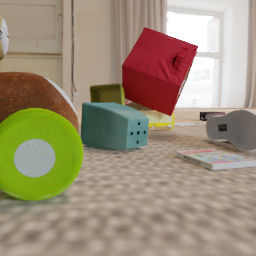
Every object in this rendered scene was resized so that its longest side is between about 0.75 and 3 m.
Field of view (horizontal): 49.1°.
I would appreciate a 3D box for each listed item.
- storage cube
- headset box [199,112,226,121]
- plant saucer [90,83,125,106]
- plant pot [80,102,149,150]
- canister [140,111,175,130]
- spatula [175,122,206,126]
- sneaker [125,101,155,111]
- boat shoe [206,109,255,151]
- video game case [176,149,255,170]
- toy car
[{"bbox_3d":[0.843,-1.544,7.805,1.600,1.522,1.780,22,-24,10],"label":"storage cube"},{"bbox_3d":[4.063,-0.561,13.319,1.108,0.416,0.824,0,5,-3],"label":"headset box"},{"bbox_3d":[-0.532,-0.582,8.167,1.375,1.373,0.329,4,11,44],"label":"plant saucer"},{"bbox_3d":[-0.222,-0.003,5.413,0.845,0.845,1.196,-5,14,-43],"label":"plant pot"},{"bbox_3d":[0.552,-0.238,8.651,1.499,0.649,1.114,-1,5,-29],"label":"canister"},{"bbox_3d":[2.258,-0.181,10.893,1.461,0.117,1.016,-3,7,-31],"label":"spatula"},{"bbox_3d":[0.397,-1.140,16.546,2.746,0.978,1.544,0,8,20],"label":"sneaker"},{"bbox_3d":[2.319,0.040,5.583,0.715,0.755,2.159,-2,-2,-9],"label":"boat shoe"},{"bbox_3d":[1.269,0.447,4.173,0.726,0.089,1.016,-2,6,-18],"label":"video game case"},{"bbox_3d":[-1.761,-0.919,3.157,2.350,2.978,2.446,-3,6,-20],"label":"toy car"}]
